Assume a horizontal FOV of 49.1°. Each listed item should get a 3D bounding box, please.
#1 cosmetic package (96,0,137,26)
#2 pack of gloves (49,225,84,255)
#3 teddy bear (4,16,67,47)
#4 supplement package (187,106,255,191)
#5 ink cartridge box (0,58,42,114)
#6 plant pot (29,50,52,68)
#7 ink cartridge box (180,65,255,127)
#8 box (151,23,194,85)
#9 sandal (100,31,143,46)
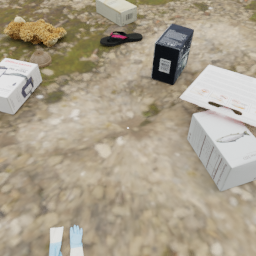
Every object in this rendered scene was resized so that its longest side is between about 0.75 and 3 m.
[{"bbox_3d":[-0.534,-5.274,12.461,0.945,0.667,1.825,-32,56,-26],"label":"cosmetic package"},{"bbox_3d":[-1.262,2.363,5.699,0.689,0.162,0.820,-7,48,-6],"label":"pack of gloves"},{"bbox_3d":[-3.658,-3.877,11.078,2.402,0.802,1.741,26,50,22],"label":"teddy bear"},{"bbox_3d":[2.362,0.453,6.876,1.032,1.036,1.765,-14,49,-13],"label":"supplement package"},{"bbox_3d":[-3.710,-1.355,8.759,1.255,0.731,1.733,13,48,11],"label":"ink cartridge box"},{"bbox_3d":[-3.191,-2.546,10.128,0.790,0.365,0.790,-1,47,1],"label":"plant pot"},{"bbox_3d":[2.898,-0.784,7.920,2.283,0.711,2.838,23,40,19],"label":"ink cartridge box"},{"bbox_3d":[1.469,-2.447,9.315,0.873,1.409,1.385,21,51,16],"label":"box"},{"bbox_3d":[-0.275,-3.648,11.122,1.772,0.399,0.665,-13,48,-12],"label":"sandal"}]
